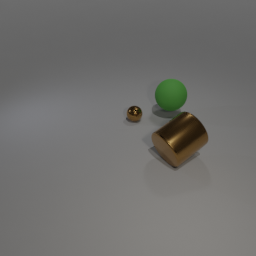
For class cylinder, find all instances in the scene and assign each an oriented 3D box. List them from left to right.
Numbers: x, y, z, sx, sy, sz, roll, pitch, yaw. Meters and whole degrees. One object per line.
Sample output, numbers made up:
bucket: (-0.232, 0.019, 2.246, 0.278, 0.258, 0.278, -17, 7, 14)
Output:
cylinder: (1.759, 0.376, 9.597, 1.400, 1.400, 1.400, -35, 43, -15)

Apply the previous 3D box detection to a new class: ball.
ball: (0.284, -0.628, 12.205, 0.700, 0.700, 0.700, 0, 32, 0)
ball: (1.875, -1.442, 12.231, 1.400, 1.400, 1.400, 0, 32, 0)
